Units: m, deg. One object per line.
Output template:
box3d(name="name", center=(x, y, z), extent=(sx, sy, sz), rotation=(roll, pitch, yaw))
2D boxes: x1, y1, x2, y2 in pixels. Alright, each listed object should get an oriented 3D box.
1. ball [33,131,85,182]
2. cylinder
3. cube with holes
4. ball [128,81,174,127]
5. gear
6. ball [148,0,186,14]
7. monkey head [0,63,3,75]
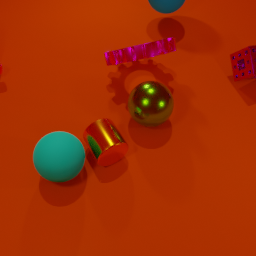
box3d(name="ball", center=(-1.544, 0.648, 6.322), extent=(1.142, 1.142, 1.142), rotation=(0, 56, 0))
box3d(name="cylinder", center=(-0.538, 0.341, 6.722), extent=(0.835, 0.835, 0.835), rotation=(-25, 59, -16))
box3d(name="cube with holes", center=(3.552, -1.841, 7.959), extent=(0.812, 0.812, 0.812), rotation=(-10, 91, -17))
box3d(name="ball", center=(0.578, -0.612, 7.163), extent=(1.180, 1.180, 1.180), rotation=(0, 56, 0))
box3d(name="gear", center=(0.345, -2.170, 7.958), extent=(1.999, 0.370, 1.999), rotation=(-12, 15, 3))
box3d(name="ball", center=(1.286, -4.490, 9.220), extent=(1.352, 1.352, 1.352), rotation=(0, 56, 0))
box3d(name="monkey head", center=(-4.173, -2.212, 8.033), extent=(1.414, 1.965, 1.184), rotation=(19, 66, -14))
